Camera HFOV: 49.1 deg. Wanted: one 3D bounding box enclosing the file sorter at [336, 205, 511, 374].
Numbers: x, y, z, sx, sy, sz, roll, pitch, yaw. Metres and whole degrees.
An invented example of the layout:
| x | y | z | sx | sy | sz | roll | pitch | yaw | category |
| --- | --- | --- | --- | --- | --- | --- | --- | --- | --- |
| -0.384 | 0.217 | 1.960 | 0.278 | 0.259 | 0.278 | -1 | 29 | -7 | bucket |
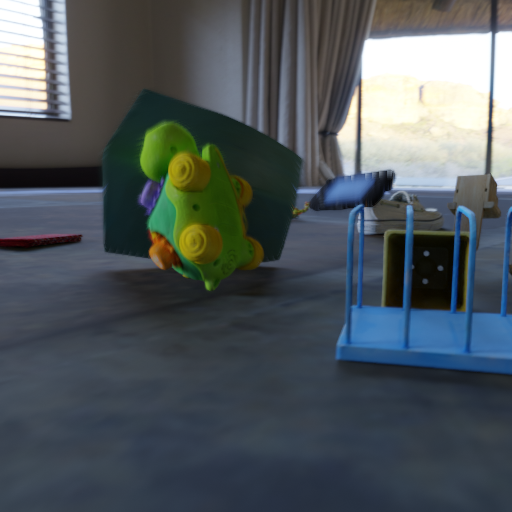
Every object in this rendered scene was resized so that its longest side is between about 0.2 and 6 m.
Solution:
| x | y | z | sx | sy | sz | roll | pitch | yaw | category |
| --- | --- | --- | --- | --- | --- | --- | --- | --- | --- |
| 1.900 | 0.210 | 5.175 | 2.126 | 1.304 | 1.475 | 2 | 8 | 15 | file sorter |

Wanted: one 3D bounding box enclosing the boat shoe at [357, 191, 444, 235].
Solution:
| x | y | z | sx | sy | sz | roll | pitch | yaw | category |
| --- | --- | --- | --- | --- | --- | --- | --- | --- | --- |
| 3.940 | -1.183 | 14.756 | 3.164 | 1.057 | 1.164 | -8 | 12 | -42 | boat shoe |

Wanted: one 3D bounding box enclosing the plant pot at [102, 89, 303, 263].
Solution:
| x | y | z | sx | sy | sz | roll | pitch | yaw | category |
| --- | --- | --- | --- | --- | --- | --- | --- | --- | --- |
| -0.824 | -1.111 | 9.578 | 2.971 | 2.100 | 2.099 | 14 | 44 | -1 | plant pot |

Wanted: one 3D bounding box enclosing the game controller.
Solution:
| x | y | z | sx | sy | sz | roll | pitch | yaw | category |
| --- | --- | --- | --- | --- | --- | --- | --- | --- | --- |
| 1.919 | -1.312 | 11.411 | 1.018 | 0.411 | 1.952 | -39 | 22 | -28 | game controller |

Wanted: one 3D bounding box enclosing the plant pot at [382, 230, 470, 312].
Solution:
| x | y | z | sx | sy | sz | roll | pitch | yaw | category |
| --- | --- | --- | --- | --- | --- | --- | --- | --- | --- |
| 2.045 | 0.174 | 6.694 | 0.975 | 0.968 | 0.997 | 3 | 4 | 16 | plant pot |

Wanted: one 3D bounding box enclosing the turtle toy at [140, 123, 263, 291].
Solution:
| x | y | z | sx | sy | sz | roll | pitch | yaw | category |
| --- | --- | --- | --- | --- | --- | --- | --- | --- | --- |
| -0.883 | -0.696 | 7.602 | 1.232 | 2.437 | 1.776 | -16 | -12 | 21 | turtle toy |

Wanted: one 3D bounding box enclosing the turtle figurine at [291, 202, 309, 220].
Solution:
| x | y | z | sx | sy | sz | roll | pitch | yaw | category |
| --- | --- | --- | --- | --- | --- | --- | --- | --- | --- |
| 1.255 | -1.418 | 18.184 | 1.414 | 0.455 | 1.140 | -14 | 2 | -8 | turtle figurine |

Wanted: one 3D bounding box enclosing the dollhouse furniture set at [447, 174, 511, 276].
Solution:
| x | y | z | sx | sy | sz | roll | pitch | yaw | category |
| --- | --- | --- | --- | --- | --- | --- | --- | --- | --- |
| 5.031 | -0.018 | 9.375 | 2.797 | 1.601 | 3.280 | 3 | -17 | 37 | dollhouse furniture set |

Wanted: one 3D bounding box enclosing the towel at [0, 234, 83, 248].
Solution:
| x | y | z | sx | sy | sz | roll | pitch | yaw | category |
| --- | --- | --- | --- | --- | --- | --- | --- | --- | --- |
| -4.789 | -0.345 | 12.326 | 1.143 | 0.178 | 1.581 | 2 | 7 | 28 | towel |
